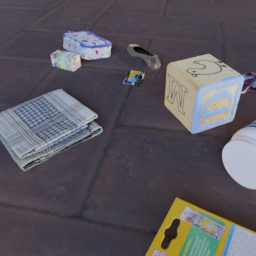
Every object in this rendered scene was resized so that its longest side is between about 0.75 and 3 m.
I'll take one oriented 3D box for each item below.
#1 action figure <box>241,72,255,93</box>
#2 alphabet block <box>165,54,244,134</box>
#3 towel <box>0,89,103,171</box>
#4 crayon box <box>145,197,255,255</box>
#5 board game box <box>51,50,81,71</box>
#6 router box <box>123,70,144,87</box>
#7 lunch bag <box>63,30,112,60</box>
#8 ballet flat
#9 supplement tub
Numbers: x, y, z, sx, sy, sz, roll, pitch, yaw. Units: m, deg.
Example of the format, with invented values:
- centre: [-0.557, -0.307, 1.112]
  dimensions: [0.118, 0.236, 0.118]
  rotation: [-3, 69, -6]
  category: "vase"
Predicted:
- centre: [5.149, -1.729, 10.814]
  dimensions: [1.786, 1.330, 1.196]
  rotation: [-14, 76, -40]
  category: "action figure"
- centre: [2.389, -1.156, 9.183]
  dimensions: [1.744, 1.754, 1.786]
  rotation: [-16, 42, -19]
  category: "alphabet block"
- centre: [-2.670, -0.188, 9.017]
  dimensions: [2.825, 0.507, 2.934]
  rotation: [-28, 48, -29]
  category: "towel"
- centre: [1.869, 2.716, 5.344]
  dimensions: [2.823, 0.728, 1.775]
  rotation: [21, 44, 22]
  category: "crayon box"
- centre: [-2.725, -2.973, 12.303]
  dimensions: [1.132, 0.583, 0.594]
  rotation: [17, 42, 19]
  category: "board game box"
- centre: [0.243, -2.033, 11.449]
  dimensions: [0.664, 0.227, 0.890]
  rotation: [10, 41, 12]
  category: "router box"
- centre: [-1.922, -3.973, 13.236]
  dimensions: [1.799, 0.848, 2.245]
  rotation: [-21, 45, -36]
  category: "lunch bag"
- centre: [0.723, -3.409, 12.841]
  dimensions: [0.817, 0.562, 2.425]
  rotation: [-18, 43, -21]
  category: "ballet flat"
- centre: [3.704, 0.509, 7.344]
  dimensions: [2.156, 1.559, 1.559]
  rotation: [-25, 46, -28]
  category: "supplement tub"
